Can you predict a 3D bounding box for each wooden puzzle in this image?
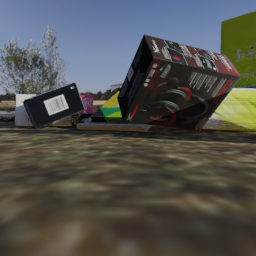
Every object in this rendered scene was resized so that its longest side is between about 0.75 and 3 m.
[{"bbox_3d":[-0.001,-0.488,6.446,1.787,0.360,1.932,1,29,34],"label":"wooden puzzle"}]

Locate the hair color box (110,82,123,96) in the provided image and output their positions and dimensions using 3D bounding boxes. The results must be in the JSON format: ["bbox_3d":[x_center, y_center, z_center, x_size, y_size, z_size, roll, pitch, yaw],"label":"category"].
[{"bbox_3d":[0.730,-1.112,9.854,2.507,1.241,0.760,-4,15,25],"label":"hair color box"}]

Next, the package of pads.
[{"bbox_3d":[2.336,-0.360,6.044,2.415,0.824,1.866,0,1,-2],"label":"package of pads"}]

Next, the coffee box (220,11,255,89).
[{"bbox_3d":[3.136,-1.586,6.168,1.573,1.591,1.588,3,-1,-37],"label":"coffee box"}]

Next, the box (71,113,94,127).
[{"bbox_3d":[-0.662,-0.222,7.925,1.703,0.377,1.365,-1,3,-18],"label":"box"}]

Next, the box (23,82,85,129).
[{"bbox_3d":[-1.981,-0.588,7.386,1.308,0.781,1.330,-23,11,-19],"label":"box"}]

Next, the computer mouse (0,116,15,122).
[{"bbox_3d":[-5.266,-0.491,13.003,1.483,0.486,2.112,-1,2,-42],"label":"computer mouse"}]

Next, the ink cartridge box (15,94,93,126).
[{"bbox_3d":[-2.337,-0.565,9.068,2.287,0.964,1.655,-1,3,-13],"label":"ink cartridge box"}]

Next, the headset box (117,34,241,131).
[{"bbox_3d":[0.810,-0.615,4.380,1.634,0.613,1.214,7,-45,-23],"label":"headset box"}]
